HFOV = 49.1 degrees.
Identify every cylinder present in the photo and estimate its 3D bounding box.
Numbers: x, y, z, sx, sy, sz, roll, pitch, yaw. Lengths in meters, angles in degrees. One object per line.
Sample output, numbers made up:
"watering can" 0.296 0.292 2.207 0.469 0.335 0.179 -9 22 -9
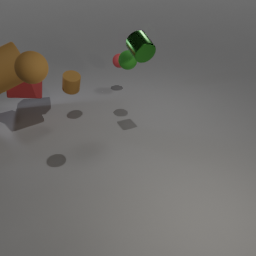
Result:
"cylinder" -2.247 -1.806 11.111 0.700 0.700 0.700 8 48 -8
"cylinder" -4.342 -2.094 9.845 1.400 1.400 1.400 -32 39 -14
"cylinder" 0.385 -2.468 8.505 0.700 0.700 0.700 -14 56 -23

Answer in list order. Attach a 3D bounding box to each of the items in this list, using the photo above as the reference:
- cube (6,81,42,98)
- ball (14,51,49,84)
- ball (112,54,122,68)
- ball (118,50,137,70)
"cube" -4.388 -2.214 11.881 1.400 1.400 1.400 -1 39 -18
"ball" -2.079 -1.304 6.046 0.700 0.700 0.700 0 30 0
"ball" -0.427 -3.360 13.988 0.700 0.700 0.700 0 30 0
"ball" -0.008 -2.499 10.309 0.700 0.700 0.700 0 30 0
